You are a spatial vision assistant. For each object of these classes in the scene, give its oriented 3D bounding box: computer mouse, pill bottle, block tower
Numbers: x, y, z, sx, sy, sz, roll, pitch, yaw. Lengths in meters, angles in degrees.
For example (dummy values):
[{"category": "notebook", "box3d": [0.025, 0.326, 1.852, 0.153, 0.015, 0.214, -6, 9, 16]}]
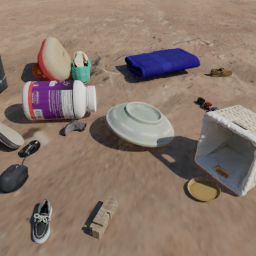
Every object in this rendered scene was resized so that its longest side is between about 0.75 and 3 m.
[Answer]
[{"category": "computer mouse", "box3d": [-2.857, 0.913, 7.539, 0.605, 0.351, 2.064, 1, 34, 3]}, {"category": "pill bottle", "box3d": [-2.243, -0.938, 9.379, 2.283, 1.284, 1.284, -2, 35, -3]}, {"category": "block tower", "box3d": [-0.517, 1.931, 6.130, 0.259, 0.277, 0.958, 13, 36, 17]}]

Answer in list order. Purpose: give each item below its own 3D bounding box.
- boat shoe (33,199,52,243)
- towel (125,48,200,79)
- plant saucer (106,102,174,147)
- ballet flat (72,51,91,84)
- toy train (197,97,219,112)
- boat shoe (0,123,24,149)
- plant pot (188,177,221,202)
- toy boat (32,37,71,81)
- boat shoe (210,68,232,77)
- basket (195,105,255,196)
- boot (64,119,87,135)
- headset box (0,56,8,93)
[{"category": "boat shoe", "box3d": [-1.828, 1.966, 6.015, 0.363, 0.336, 0.983, 1, 35, 1]}, {"category": "towel", "box3d": [1.521, -2.908, 12.726, 2.905, 0.720, 2.145, -14, 34, -16]}, {"category": "plant saucer", "box3d": [0.437, -0.291, 8.647, 2.214, 0.556, 2.214, 13, 31, -8]}, {"category": "ballet flat", "box3d": [-2.097, -2.906, 12.560, 0.893, 0.933, 2.652, -5, 35, -8]}, {"category": "toy train", "box3d": [2.907, -0.810, 10.100, 0.202, 0.271, 1.184, -16, 38, -21]}, {"category": "boat shoe", "box3d": [-4.109, 0.166, 8.538, 2.386, 0.867, 0.748, 28, 86, 27]}, {"category": "plant pot", "box3d": [1.861, 1.517, 6.872, 0.793, 0.109, 0.793, 0, 34, 0]}, {"category": "toy boat", "box3d": [-3.469, -2.777, 12.202, 1.600, 1.597, 2.448, -30, 34, 10]}, {"category": "boat shoe", "box3d": [4.180, -2.490, 12.468, 1.022, 0.348, 0.368, -6, 35, -9]}, {"category": "basket", "box3d": [2.797, 0.458, 7.075, 1.320, 1.641, 1.626, -20, 40, -29]}, {"category": "boot", "box3d": [-1.675, 0.002, 8.946, 0.522, 0.277, 0.793, 15, 42, 12]}, {"category": "headset box", "box3d": [-5.640, -2.061, 10.258, 1.139, 2.137, 2.454, 6, 35, 8]}]
